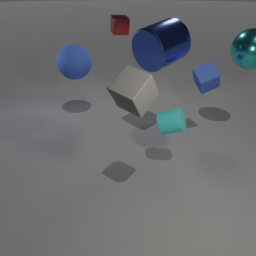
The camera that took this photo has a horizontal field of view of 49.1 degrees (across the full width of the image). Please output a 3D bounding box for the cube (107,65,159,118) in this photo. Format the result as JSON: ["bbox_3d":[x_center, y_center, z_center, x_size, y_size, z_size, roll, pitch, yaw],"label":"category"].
[{"bbox_3d":[0.124,-0.774,5.937,0.700,0.700,0.700,29,74,30],"label":"cube"}]

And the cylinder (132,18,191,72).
[{"bbox_3d":[1.078,-2.709,9.131,1.400,1.400,1.400,-32,41,-31],"label":"cylinder"}]

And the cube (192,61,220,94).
[{"bbox_3d":[2.725,-1.743,9.743,0.700,0.700,0.700,-24,61,5],"label":"cube"}]

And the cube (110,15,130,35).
[{"bbox_3d":[-0.356,-4.511,12.260,0.700,0.700,0.700,-5,35,-15],"label":"cube"}]

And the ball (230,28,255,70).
[{"bbox_3d":[4.329,-2.759,9.820,1.400,1.400,1.400,0,28,0],"label":"ball"}]

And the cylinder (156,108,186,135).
[{"bbox_3d":[1.285,-0.196,8.308,0.700,0.700,0.700,-10,23,24],"label":"cylinder"}]

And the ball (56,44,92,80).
[{"bbox_3d":[-2.160,-2.654,11.284,1.400,1.400,1.400,0,28,0],"label":"ball"}]
